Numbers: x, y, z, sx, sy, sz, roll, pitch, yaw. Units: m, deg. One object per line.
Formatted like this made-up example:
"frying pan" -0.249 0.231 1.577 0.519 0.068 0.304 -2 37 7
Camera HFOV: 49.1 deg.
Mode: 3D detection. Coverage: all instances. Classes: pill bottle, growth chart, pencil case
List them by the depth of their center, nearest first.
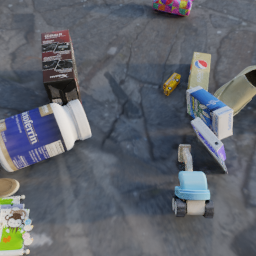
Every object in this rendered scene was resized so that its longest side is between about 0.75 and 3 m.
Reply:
"growth chart" -3.629 2.960 8.535 1.394 0.171 1.927 -11 57 -9
"pill bottle" -2.868 0.165 9.482 2.983 1.726 1.726 -21 59 -14
"pencil case" 2.308 -6.409 14.447 2.067 0.914 0.914 13 57 10

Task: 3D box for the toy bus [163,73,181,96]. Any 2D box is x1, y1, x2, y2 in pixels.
"toy bus" 1.809 -1.821 11.649 0.414 0.344 1.058 32 62 20

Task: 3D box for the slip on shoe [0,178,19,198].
"slip on shoe" -4.444 1.878 9.039 1.719 0.521 0.653 1 56 1

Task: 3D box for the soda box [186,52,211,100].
"soda box" 2.940 -2.131 11.642 0.749 0.708 2.212 11 56 7

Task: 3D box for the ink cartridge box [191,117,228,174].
"ink cartridge box" 2.830 0.591 9.269 0.366 1.669 1.685 -36 61 6

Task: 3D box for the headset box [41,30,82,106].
"headset box" -2.526 -2.122 10.761 1.122 2.163 2.907 -8 56 -6

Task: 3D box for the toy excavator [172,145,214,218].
"toy excavator" 1.958 1.569 8.808 1.074 2.092 2.151 3 84 2

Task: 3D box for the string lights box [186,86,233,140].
"string lights box" 2.861 -0.586 9.941 0.597 1.041 2.026 -21 36 -10

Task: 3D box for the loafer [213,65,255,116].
"loafer" 4.272 -1.468 10.679 1.125 1.015 2.973 44 76 0
